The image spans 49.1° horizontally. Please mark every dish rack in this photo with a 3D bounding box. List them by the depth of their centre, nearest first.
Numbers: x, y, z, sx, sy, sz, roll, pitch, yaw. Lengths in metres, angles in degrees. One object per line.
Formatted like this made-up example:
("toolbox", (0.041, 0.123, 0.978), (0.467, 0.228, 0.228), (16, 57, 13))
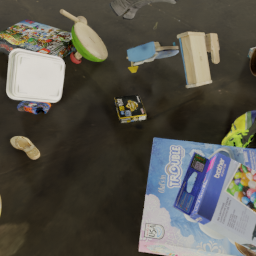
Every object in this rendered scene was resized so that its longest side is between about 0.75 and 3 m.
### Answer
("dish rack", (-1.751, -0.994, 5.513), (1.127, 0.967, 0.245), (2, 10, -41))

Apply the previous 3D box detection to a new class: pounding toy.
("pounding toy", (-1.860, -3.281, 10.855), (2.190, 1.016, 1.691), (58, 27, 4))

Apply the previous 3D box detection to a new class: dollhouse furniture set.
("dollhouse furniture set", (1.669, -2.289, 10.272), (2.614, 1.705, 2.467), (-3, 10, 42))

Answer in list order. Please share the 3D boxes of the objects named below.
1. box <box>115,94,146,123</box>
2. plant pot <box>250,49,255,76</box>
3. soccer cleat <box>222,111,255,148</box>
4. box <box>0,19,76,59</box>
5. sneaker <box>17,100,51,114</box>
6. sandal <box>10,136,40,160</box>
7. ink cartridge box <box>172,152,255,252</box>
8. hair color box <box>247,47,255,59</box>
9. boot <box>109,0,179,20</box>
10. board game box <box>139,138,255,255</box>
("box", (0.059, -0.612, 8.788), (0.826, 0.255, 1.034), (-9, 45, -6))
("plant pot", (5.184, -2.384, 10.086), (1.075, 1.086, 1.086), (1, 44, -10))
("soccer cleat", (3.184, 0.101, 7.972), (1.834, 0.593, 0.767), (-35, 24, -25))
("box", (-3.784, -3.531, 11.506), (2.971, 0.560, 2.029), (23, 49, 22))
("sneaker", (-2.952, -0.628, 8.731), (1.017, 0.383, 0.399), (-4, 50, -1))
("sandal", (-2.838, 0.407, 7.662), (1.154, 0.380, 0.423), (31, 53, 28))
("ink cartridge box", (1.798, 1.189, 4.465), (1.927, 0.404, 1.150), (26, 62, 7))
("hair color box", (5.466, -2.980, 11.083), (1.256, 0.380, 0.628), (-19, 48, -18))
("boot", (0.475, -3.810, 8.331), (2.061, 1.357, 0.719), (0, 59, -43))
("board game box", (1.803, 1.536, 6.351), (2.792, 0.609, 2.806), (6, 45, 7))
